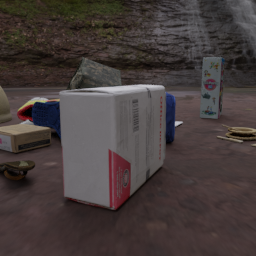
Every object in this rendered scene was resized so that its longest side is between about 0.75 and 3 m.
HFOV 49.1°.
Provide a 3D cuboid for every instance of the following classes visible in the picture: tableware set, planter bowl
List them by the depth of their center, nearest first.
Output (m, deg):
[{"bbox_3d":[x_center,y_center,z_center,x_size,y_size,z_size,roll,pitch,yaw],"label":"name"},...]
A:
[{"bbox_3d":[3.213,0.148,6.780,1.215,0.368,1.838,-6,12,-32],"label":"tableware set"},{"bbox_3d":[-5.566,-1.105,9.891,2.630,1.770,2.630,1,11,0],"label":"planter bowl"}]

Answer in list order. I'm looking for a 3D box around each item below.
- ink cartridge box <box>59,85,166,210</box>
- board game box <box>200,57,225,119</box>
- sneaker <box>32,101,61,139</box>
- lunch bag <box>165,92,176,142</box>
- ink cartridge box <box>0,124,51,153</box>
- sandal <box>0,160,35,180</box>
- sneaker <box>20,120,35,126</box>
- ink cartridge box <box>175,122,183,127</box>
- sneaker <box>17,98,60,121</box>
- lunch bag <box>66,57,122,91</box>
[{"bbox_3d":[-0.087,0.097,4.094,0.817,1.404,1.927,5,11,25],"label":"ink cartridge box"},{"bbox_3d":[3.396,-1.613,11.199,0.734,2.282,1.684,3,11,22],"label":"board game box"},{"bbox_3d":[-1.397,-0.233,7.163,1.097,0.987,2.815,-3,15,-42],"label":"sneaker"},{"bbox_3d":[0.470,-0.322,7.080,1.153,1.184,1.743,0,10,-3],"label":"lunch bag"},{"bbox_3d":[-2.451,0.204,6.313,1.127,0.423,0.929,8,14,36],"label":"ink cartridge box"},{"bbox_3d":[-1.759,0.659,4.313,1.045,0.285,0.427,-10,-6,43],"label":"sandal"},{"bbox_3d":[-2.951,-0.062,7.993,0.945,0.378,0.348,-3,12,-9],"label":"sneaker"},{"bbox_3d":[0.376,-0.575,9.351,2.644,0.897,1.522,5,11,26],"label":"ink cartridge box"},{"bbox_3d":[-2.441,-0.465,9.061,2.536,0.991,1.145,-2,17,21],"label":"sneaker"},{"bbox_3d":[-1.603,-1.682,12.285,1.846,1.323,2.251,15,-41,-26],"label":"lunch bag"}]
